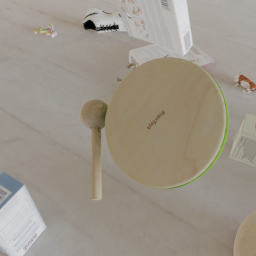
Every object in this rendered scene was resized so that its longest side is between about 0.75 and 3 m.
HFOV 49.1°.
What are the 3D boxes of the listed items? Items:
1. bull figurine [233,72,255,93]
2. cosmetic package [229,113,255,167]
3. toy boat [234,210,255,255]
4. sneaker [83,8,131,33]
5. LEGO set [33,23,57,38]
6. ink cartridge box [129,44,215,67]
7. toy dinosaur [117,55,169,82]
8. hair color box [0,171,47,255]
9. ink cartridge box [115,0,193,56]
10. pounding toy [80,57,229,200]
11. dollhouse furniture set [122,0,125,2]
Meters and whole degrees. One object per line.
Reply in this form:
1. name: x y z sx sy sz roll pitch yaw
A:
1. bull figurine: 4.170 -1.640 10.105 0.607 0.326 1.000 -28 53 -21
2. cosmetic package: 4.106 0.597 7.509 2.336 1.229 0.830 21 52 16
3. toy boat: 3.621 2.768 5.336 1.941 1.938 2.970 18 13 -44
4. sneaker: -0.857 -4.600 12.485 2.563 0.945 1.025 14 60 20
5. LEGO set: -3.690 -4.433 12.528 1.161 0.432 0.534 19 51 16
6. ink cartridge box: 1.646 -2.552 10.775 2.590 0.649 2.085 -19 51 -21
7. toy dinosaur: 0.409 -1.751 9.830 2.327 0.677 1.177 -46 57 -2
8. hair color box: -2.422 1.908 5.786 0.608 2.005 0.993 24 53 20
9. ink cartridge box: 0.597 -3.109 7.339 2.054 2.332 0.521 32 78 29
10. pounding toy: 0.526 0.064 4.895 2.625 1.218 2.026 -21 73 29
11. dollhouse furniture set: 0.687 -4.298 8.245 1.113 0.860 2.228 27 82 9
